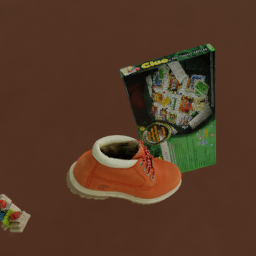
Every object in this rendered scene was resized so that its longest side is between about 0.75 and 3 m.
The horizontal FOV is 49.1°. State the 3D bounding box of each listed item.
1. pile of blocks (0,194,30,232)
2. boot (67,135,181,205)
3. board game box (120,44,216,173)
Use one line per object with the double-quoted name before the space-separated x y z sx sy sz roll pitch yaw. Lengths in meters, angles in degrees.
"pile of blocks" -2.428 1.665 5.527 1.189 0.369 0.488 13 54 43
"boot" 0.169 0.574 3.940 1.821 0.976 0.683 7 48 -30
"board game box" 0.748 -0.062 4.388 1.241 2.369 0.278 -17 44 0
